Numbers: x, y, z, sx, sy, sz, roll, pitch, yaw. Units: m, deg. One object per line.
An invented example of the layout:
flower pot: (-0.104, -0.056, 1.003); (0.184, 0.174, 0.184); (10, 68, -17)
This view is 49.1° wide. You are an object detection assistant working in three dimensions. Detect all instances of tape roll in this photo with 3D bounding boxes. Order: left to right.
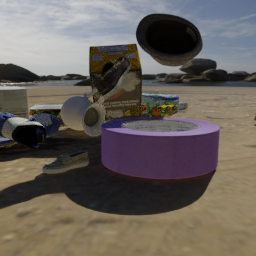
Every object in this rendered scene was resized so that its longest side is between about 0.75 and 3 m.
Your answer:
tape roll: (0.685, 0.318, 6.244); (2.558, 0.839, 2.558); (1, 9, 0)

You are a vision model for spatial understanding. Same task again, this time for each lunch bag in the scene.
lunch bag: (1.399, -1.312, 14.664); (2.374, 0.979, 1.908); (7, 10, 29)

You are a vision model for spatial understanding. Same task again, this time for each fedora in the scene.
fedora: (1.339, -2.791, 9.392); (2.196, 1.942, 0.991); (10, -25, 3)

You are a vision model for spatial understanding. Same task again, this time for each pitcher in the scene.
pitcher: (-1.440, -0.687, 9.509); (1.177, 1.666, 1.942); (23, -4, -36)

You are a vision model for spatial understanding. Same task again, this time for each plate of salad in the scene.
plate of salad: (-3.028, -0.673, 12.120); (2.680, 0.644, 2.680); (0, 1, 0)

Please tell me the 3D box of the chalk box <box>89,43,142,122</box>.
chalk box: (-0.438, -1.454, 10.706); (1.810, 2.910, 1.801); (-4, 46, -3)

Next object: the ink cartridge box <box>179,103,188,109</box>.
ink cartridge box: (2.639, -1.253, 15.996); (1.433, 0.317, 0.674); (-5, 11, -25)

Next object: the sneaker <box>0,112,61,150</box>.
sneaker: (-2.546, 0.139, 7.728); (1.198, 0.838, 2.074); (25, 13, 28)

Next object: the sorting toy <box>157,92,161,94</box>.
sorting toy: (2.122, -1.655, 17.411); (1.957, 0.803, 1.176); (6, 19, -43)

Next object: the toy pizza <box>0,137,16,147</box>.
toy pizza: (-3.542, 0.434, 7.512); (1.080, 0.171, 1.080); (-1, 10, 0)

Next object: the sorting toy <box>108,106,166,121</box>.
sorting toy: (0.315, -0.092, 7.902); (1.704, 0.306, 2.287); (2, -15, 3)

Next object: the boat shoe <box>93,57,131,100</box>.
boat shoe: (-0.382, -1.418, 7.059); (0.632, 0.534, 1.774); (-29, 25, 32)

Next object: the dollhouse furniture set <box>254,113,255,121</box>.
dollhouse furniture set: (5.725, -0.233, 11.028); (1.136, 0.555, 0.969); (21, 3, -23)

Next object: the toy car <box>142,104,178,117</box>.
toy car: (1.111, -0.635, 12.141); (2.501, 0.558, 2.353); (-1, 11, -3)

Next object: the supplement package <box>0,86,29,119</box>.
supplement package: (-5.326, -0.809, 10.605); (2.608, 1.446, 2.031); (-6, 12, -31)

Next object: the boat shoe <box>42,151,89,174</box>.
boat shoe: (-1.282, 0.685, 5.776); (1.030, 0.319, 0.371); (-10, 14, -42)
